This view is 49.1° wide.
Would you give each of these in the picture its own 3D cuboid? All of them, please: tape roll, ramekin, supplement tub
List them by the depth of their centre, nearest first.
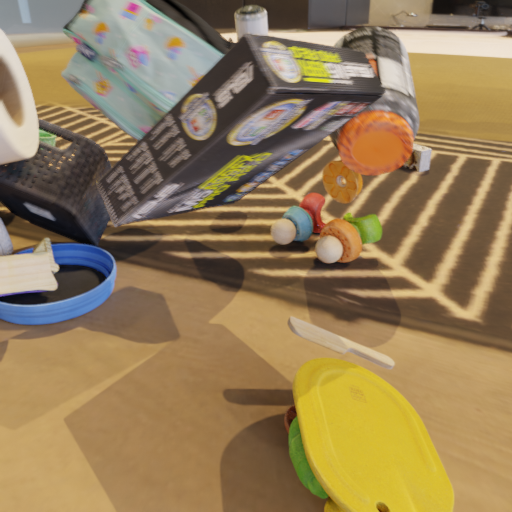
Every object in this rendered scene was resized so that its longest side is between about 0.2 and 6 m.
[{"bbox_3d":[-3.874,-2.074,7.456,1.258,1.832,1.832,-12,28,-1],"label":"tape roll"},{"bbox_3d":[1.871,-2.526,9.167,1.420,1.420,2.317,2,54,4],"label":"supplement tub"},{"bbox_3d":[-6.165,-3.304,15.937,0.915,0.447,0.915,10,27,-5],"label":"ramekin"}]

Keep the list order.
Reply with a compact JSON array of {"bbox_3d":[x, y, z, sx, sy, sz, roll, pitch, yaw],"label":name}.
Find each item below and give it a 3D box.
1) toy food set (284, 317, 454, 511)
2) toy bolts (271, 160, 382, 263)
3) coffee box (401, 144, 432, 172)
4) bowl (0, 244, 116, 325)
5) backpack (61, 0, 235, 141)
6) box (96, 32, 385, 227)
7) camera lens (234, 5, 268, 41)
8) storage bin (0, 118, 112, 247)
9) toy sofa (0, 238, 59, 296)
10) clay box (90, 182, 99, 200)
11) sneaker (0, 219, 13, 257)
[{"bbox_3d":[0.951,1.937,5.827,1.569,0.871,2.667,20,26,-15],"label":"toy food set"},{"bbox_3d":[1.080,-0.732,10.162,1.256,1.730,1.811,-30,21,-34],"label":"toy bolts"},{"bbox_3d":[4.038,-2.617,14.646,0.401,0.567,1.004,-17,31,-30],"label":"coffee box"},{"bbox_3d":[-3.292,0.424,8.998,2.069,0.406,2.069,0,27,0],"label":"bowl"},{"bbox_3d":[-1.538,-3.121,9.823,3.184,2.441,2.799,33,7,25],"label":"backpack"},{"bbox_3d":[-0.205,-1.403,6.747,2.892,0.640,2.316,-31,-8,39],"label":"box"},{"bbox_3d":[-0.094,-4.829,11.927,0.676,0.845,0.676,-4,39,3],"label":"camera lens"},{"bbox_3d":[-3.425,-1.205,9.519,1.697,1.177,2.510,22,-14,0],"label":"storage bin"},{"bbox_3d":[-3.979,0.295,8.463,1.773,0.865,0.734,-9,-10,-40],"label":"toy sofa"},{"bbox_3d":[-2.562,-1.464,12.491,2.147,0.511,1.234,-23,36,-36],"label":"clay box"},{"bbox_3d":[-5.405,-0.326,9.582,1.745,1.141,3.036,-28,27,-28],"label":"sneaker"}]
